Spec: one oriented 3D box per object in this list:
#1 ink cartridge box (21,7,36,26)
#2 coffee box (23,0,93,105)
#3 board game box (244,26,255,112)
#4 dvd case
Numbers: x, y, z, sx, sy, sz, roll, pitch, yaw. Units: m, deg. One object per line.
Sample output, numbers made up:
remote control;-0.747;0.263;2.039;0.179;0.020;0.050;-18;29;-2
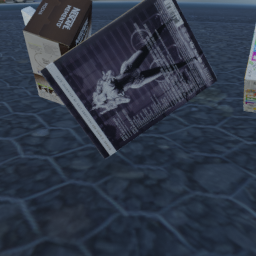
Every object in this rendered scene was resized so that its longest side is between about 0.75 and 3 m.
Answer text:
ink cartridge box;-2.167;-2.384;7.212;1.238;0.991;0.293;40;61;22
coffee box;-1.406;-1.602;6.064;0.891;2.232;1.261;19;65;0
board game box;2.395;-1.108;5.123;0.311;1.221;1.816;11;-8;24
dvd case;0.063;-0.543;2.925;1.523;1.132;0.122;-35;18;-3
